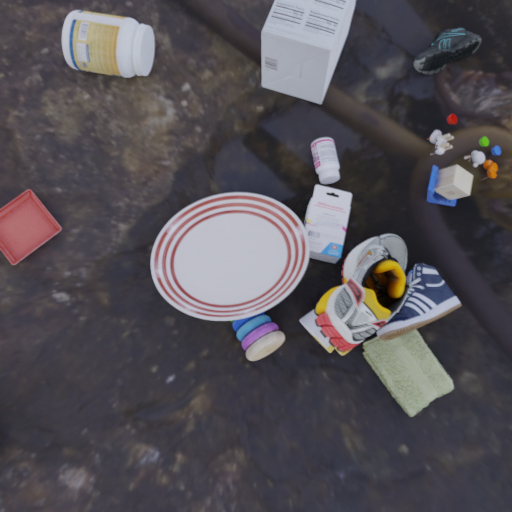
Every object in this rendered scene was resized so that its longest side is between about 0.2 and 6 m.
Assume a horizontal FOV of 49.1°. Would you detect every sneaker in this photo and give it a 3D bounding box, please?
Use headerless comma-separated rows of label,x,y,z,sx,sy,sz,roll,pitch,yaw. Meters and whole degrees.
sneaker,2.262,0.491,10.073,1.245,1.314,3.199,49,38,-6
sneaker,2.898,0.838,10.687,2.023,0.709,1.097,-17,71,-29
sneaker,4.214,-4.670,12.700,1.754,0.661,0.695,-25,64,-16

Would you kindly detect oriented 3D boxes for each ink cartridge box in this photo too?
ink cartridge box,1.409,-0.646,11.435,0.821,0.484,1.427,14,73,-1

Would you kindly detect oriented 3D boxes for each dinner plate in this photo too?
dinner plate,-0.507,-0.010,10.907,3.086,0.374,3.086,-3,53,4

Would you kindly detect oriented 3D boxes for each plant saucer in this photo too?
plant saucer,-4.812,-0.577,11.575,1.210,0.222,1.208,-40,77,-10

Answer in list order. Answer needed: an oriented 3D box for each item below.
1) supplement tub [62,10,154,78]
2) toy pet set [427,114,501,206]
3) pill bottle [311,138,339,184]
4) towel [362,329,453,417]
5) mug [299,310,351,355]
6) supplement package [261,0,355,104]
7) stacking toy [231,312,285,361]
supplement tub,-3.209,-4.612,12.277,1.717,1.242,1.242,10,73,4
toy pet set,4.152,-1.852,11.757,1.652,0.877,1.542,25,72,-27
pill bottle,1.479,-2.008,11.869,0.500,0.500,0.881,-9,73,-3
towel,2.882,2.108,10.671,1.193,0.293,1.608,-30,75,-12
mug,1.453,1.293,10.697,0.862,1.050,0.841,-44,49,-4
supplement package,1.114,-4.779,11.966,1.493,1.942,2.031,19,74,6
stacking toy,-0.262,1.024,10.860,0.826,0.826,1.934,-29,68,-9
